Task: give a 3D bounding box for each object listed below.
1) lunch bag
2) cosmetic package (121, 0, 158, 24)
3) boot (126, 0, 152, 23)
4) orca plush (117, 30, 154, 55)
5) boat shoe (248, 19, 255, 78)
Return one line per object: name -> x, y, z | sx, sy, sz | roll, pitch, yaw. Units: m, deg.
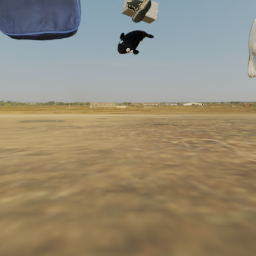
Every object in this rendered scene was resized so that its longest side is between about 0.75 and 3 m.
lunch bag -> -2.565, -3.323, 7.809 | 2.471, 1.679, 1.635 | -4, 12, -10
cosmetic package -> 0.449, -4.345, 10.196 | 1.226, 0.655, 0.553 | 12, -6, -28
boot -> 0.182, -3.018, 7.172 | 0.588, 0.779, 0.281 | 24, -21, 29
orca plush -> 0.413, -3.747, 11.822 | 2.054, 1.080, 0.730 | -24, -1, -35
boat shoe -> 2.785, -1.649, 5.865 | 0.425, 1.227, 0.434 | 11, 38, 37
